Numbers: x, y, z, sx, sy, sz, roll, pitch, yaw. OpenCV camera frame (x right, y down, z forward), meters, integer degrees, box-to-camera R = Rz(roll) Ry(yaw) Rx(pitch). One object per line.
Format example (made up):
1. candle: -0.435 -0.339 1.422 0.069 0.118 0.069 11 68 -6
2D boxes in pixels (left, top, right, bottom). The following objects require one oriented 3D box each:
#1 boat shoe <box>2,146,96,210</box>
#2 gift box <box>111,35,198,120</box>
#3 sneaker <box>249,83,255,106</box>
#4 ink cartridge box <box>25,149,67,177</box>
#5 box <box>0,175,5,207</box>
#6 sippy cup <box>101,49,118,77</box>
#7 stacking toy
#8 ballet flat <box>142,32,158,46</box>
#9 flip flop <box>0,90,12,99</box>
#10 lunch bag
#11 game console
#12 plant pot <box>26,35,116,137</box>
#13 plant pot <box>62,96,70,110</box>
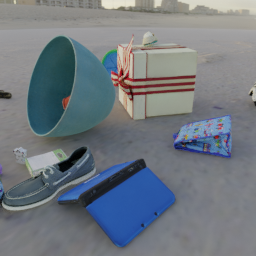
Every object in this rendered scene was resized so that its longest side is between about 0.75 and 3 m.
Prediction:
1. boat shoe: -1.622 0.978 5.935 2.162 0.668 0.787 -22 32 -40
2. gift box: 0.774 -2.022 10.224 2.591 2.775 2.561 -7 20 -12
3. sneaker: 5.215 -1.109 10.089 1.075 1.245 2.841 35 22 -4
4. ink cartridge box: -1.962 0.836 6.807 0.907 0.218 0.660 -14 28 -28
5. box: -3.820 0.564 5.346 2.789 1.905 0.526 7 25 14
6. sippy cup: -0.200 -2.995 13.859 2.208 1.734 1.618 37 27 20
7. stacking toy: -3.431 0.849 6.556 1.767 0.415 1.332 6 25 15
8. ballet flat: 0.778 -3.309 10.307 0.488 0.488 1.404 6 20 12
9. flip flop: -5.247 -1.444 11.725 0.916 0.372 0.264 9 30 10
10. lunch bag: 2.020 0.203 7.777 1.595 0.750 1.200 0 25 22
11. game console: -0.222 1.417 5.583 1.748 1.034 1.492 -24 2 -43
12. plant pot: -1.525 -1.053 8.428 1.935 2.873 2.873 11 12 -41
13. plant pot: -1.221 -0.771 8.429 1.033 1.062 1.062 -36 17 18
